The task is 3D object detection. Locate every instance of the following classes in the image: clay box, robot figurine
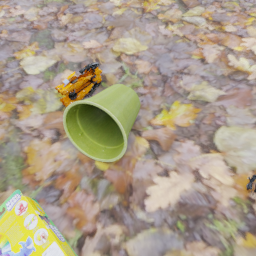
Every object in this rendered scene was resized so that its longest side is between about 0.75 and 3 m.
[{"bbox_3d":[-2.056,2.380,5.763,1.203,0.498,2.094,-47,59,-5],"label":"clay box"},{"bbox_3d":[-1.462,-1.406,8.760,0.471,1.174,1.619,37,65,24],"label":"robot figurine"}]

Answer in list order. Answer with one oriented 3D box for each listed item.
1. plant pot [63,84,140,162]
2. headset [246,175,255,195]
[{"bbox_3d":[-0.488,-0.333,7.676,1.857,1.857,1.764,21,42,16],"label":"plant pot"},{"bbox_3d":[3.259,1.377,6.366,0.850,1.376,0.646,41,72,-14],"label":"headset"}]
